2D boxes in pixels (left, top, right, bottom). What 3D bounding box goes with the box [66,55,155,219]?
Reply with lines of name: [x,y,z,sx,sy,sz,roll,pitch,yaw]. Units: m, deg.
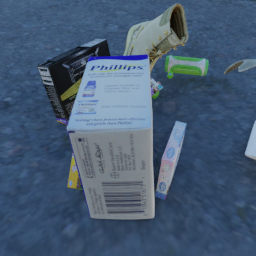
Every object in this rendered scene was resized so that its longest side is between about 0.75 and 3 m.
box: [-0.182,0.121,6.472,1.510,2.648,2.879,-1,39,4]

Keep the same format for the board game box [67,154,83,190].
board game box: [-1.113,0.899,6.615,0.215,0.814,1.064,3,76,10]

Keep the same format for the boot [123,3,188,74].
boot: [0.826,-2.428,9.251,1.064,2.952,2.283,19,-16,-36]

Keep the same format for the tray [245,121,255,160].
tray: [4.027,0.377,7.593,1.323,0.273,2.464,7,25,28]

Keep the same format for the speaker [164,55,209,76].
speaker: [2.205,-2.372,10.655,1.575,0.697,0.697,7,40,6]

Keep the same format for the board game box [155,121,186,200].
board game box: [1.026,0.767,6.698,0.295,1.352,1.358,15,43,14]

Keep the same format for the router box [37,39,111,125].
router box: [-1.467,-1.538,9.003,0.638,1.921,2.443,15,40,38]

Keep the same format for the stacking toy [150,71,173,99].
stacking toy: [0.848,-1.305,9.305,0.348,1.117,1.481,45,44,9]

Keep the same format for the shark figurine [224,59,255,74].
shark figurine: [2.540,-0.297,4.274,1.392,2.330,0.972,-25,31,19]
